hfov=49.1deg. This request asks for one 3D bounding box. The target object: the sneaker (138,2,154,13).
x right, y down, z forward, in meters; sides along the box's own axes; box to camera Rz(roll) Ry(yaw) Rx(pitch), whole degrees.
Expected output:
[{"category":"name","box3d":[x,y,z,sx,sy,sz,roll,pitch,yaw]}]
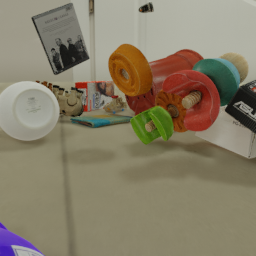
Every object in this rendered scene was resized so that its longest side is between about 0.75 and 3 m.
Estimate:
[{"category":"sneaker","box3d":[0.776,-5.043,11.847,0.443,0.413,1.117,-21,19,-11]}]

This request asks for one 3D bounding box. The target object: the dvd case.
[{"category":"dvd case","box3d":[-2.703,-3.673,11.649,1.819,2.420,0.299,-33,37,-25]}]

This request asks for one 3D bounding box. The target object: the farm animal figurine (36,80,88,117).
[{"category":"farm animal figurine","box3d":[-2.814,-0.888,10.547,2.067,1.287,2.559,9,-1,-23]}]

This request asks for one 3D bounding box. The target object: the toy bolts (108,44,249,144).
[{"category":"toy bolts","box3d":[1.158,-1.056,6.106,1.840,2.534,2.653,-35,13,-28]}]

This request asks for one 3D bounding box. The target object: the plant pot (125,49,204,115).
[{"category":"plant pot","box3d":[1.427,-1.614,11.072,2.605,2.679,2.679,-17,19,-32]}]

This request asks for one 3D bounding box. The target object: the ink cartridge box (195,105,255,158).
[{"category":"ink cartridge box","box3d":[3.052,-0.150,6.804,2.324,0.980,1.683,-7,19,-30]}]

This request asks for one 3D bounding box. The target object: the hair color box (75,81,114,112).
[{"category":"hair color box","box3d":[-1.514,-1.571,13.348,0.749,1.300,2.344,6,13,26]}]

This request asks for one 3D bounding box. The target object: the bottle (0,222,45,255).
[{"category":"bottle","box3d":[-0.770,1.044,1.075,1.246,0.974,2.983,-26,23,-27]}]

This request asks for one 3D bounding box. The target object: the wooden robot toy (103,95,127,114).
[{"category":"wooden robot toy","box3d":[-0.715,-1.028,12.370,0.783,0.760,1.725,-7,7,24]}]

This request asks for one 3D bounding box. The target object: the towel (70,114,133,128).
[{"category":"towel","box3d":[-0.856,-0.282,9.839,1.908,0.207,1.399,-9,14,-41]}]

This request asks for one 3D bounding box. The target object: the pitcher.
[{"category":"pitcher","box3d":[-3.020,-0.322,7.355,2.105,1.487,2.454,-22,11,-29]}]

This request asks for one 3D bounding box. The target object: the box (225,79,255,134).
[{"category":"box","box3d":[3.379,-0.253,5.363,2.583,0.572,2.069,-22,55,-40]}]
